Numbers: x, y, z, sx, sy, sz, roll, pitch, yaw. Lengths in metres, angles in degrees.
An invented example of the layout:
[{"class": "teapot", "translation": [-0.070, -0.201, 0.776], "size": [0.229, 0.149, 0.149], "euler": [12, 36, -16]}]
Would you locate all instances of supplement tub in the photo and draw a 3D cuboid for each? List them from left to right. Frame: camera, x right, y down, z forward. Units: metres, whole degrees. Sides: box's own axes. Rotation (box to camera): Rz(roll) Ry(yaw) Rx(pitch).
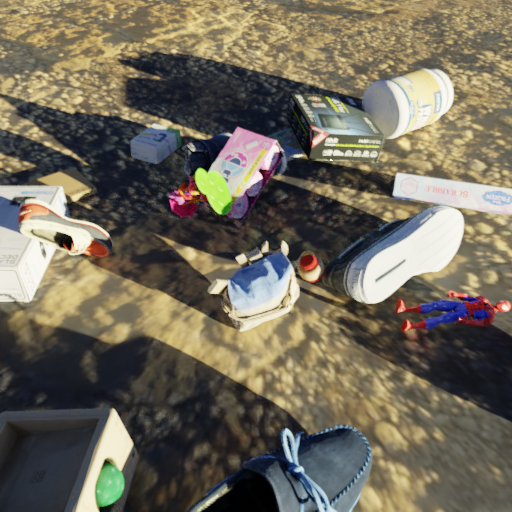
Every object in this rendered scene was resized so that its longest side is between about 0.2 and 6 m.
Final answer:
[{"class": "supplement tub", "translation": [3.915, -3.970, 14.441], "size": [2.023, 1.463, 1.463], "euler": [-25, 45, -26]}]

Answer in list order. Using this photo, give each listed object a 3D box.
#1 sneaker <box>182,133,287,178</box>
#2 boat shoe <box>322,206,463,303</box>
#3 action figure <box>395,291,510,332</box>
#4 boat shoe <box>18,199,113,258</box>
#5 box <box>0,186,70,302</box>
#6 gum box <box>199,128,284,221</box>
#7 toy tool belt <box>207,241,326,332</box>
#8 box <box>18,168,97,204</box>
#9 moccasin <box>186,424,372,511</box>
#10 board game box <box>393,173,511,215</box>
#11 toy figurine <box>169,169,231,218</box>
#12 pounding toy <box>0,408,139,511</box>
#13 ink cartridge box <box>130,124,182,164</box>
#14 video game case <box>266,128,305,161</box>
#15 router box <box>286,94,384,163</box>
[{"class": "sneaker", "translation": [-0.605, -2.116, 12.484], "size": [2.297, 0.873, 1.660], "euler": [21, 32, 38]}, {"class": "boat shoe", "translation": [2.466, -0.192, 9.955], "size": [3.259, 1.175, 1.156], "euler": [-21, 25, -37]}, {"class": "action figure", "translation": [3.246, 0.895, 9.101], "size": [1.837, 0.475, 0.601], "euler": [-4, 51, -8]}, {"class": "boat shoe", "translation": [-3.350, -0.337, 9.952], "size": [0.673, 1.892, 0.592], "euler": [-32, 51, 23]}, {"class": "box", "translation": [-4.594, -0.298, 10.411], "size": [1.516, 0.781, 2.599], "euler": [1, 39, 1]}, {"class": "gum box", "translation": [-0.365, -1.676, 11.692], "size": [1.030, 0.600, 1.815], "euler": [26, 78, 28]}, {"class": "toy tool belt", "translation": [0.193, 0.345, 8.946], "size": [1.812, 1.113, 1.131], "euler": [-32, 46, 0]}, {"class": "box", "translation": [-4.453, -1.448, 12.349], "size": [1.479, 0.157, 1.209], "euler": [-27, 45, -29]}, {"class": "moccasin", "translation": [0.205, 2.838, 6.282], "size": [3.077, 1.049, 1.238], "euler": [-29, 47, -31]}, {"class": "board game box", "translation": [3.794, -1.191, 10.930], "size": [2.192, 0.452, 2.197], "euler": [10, 7, 13]}, {"class": "toy figurine", "translation": [-1.235, -1.128, 10.768], "size": [1.073, 1.166, 0.875], "euler": [-15, 64, 27]}, {"class": "pounding toy", "translation": [-2.123, 2.856, 6.298], "size": [1.910, 1.358, 1.758], "euler": [-5, 37, 11]}, {"class": "ink cartridge box", "translation": [-2.449, -2.747, 13.719], "size": [0.793, 0.477, 1.091], "euler": [17, 43, 19]}, {"class": "video game case", "translation": [0.876, -2.847, 14.106], "size": [1.302, 0.144, 1.185], "euler": [-26, 46, -29]}, {"class": "router box", "translation": [1.900, -3.210, 13.911], "size": [1.779, 0.737, 2.374], "euler": [0, 38, -14]}]
